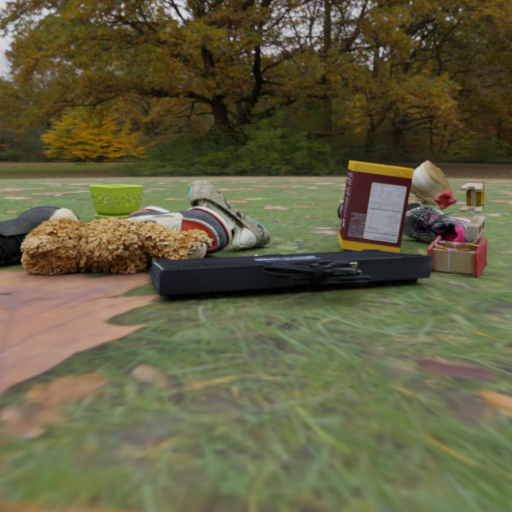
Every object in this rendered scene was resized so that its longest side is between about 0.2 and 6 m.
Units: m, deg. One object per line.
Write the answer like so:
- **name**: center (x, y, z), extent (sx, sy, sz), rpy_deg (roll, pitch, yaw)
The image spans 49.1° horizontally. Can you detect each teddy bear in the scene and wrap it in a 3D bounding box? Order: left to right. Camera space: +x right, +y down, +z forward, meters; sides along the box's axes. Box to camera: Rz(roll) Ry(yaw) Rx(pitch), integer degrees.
- **teddy bear**: center (-2.230, -0.268, 9.286), extent (3.077, 1.027, 2.231), rpy_deg (1, 8, 7)

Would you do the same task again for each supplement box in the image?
- **supplement box**: center (2.302, -0.978, 11.090), extent (1.096, 1.651, 1.628), rpy_deg (8, 11, 4)

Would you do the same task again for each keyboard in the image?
- **keyboard**: center (0.532, 0.253, 7.979), extent (3.890, 0.499, 2.336), rpy_deg (-4, 4, -15)

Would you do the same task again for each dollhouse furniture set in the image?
- **dollhouse furniture set**: center (3.178, -0.450, 8.810), extent (0.810, 1.504, 0.612), rpy_deg (8, 26, 34)

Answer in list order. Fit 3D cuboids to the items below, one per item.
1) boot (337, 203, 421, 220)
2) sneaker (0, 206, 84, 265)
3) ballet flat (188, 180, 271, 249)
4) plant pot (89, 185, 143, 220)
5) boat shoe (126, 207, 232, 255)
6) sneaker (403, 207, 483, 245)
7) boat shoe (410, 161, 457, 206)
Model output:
- **boot**: center (2.780, -1.044, 14.114), extent (1.836, 0.973, 2.789), rpy_deg (8, 0, 39)
- **sneaker**: center (-4.314, -0.209, 9.697), extent (2.634, 1.000, 1.196), rpy_deg (-9, 21, -10)
- **ballet flat**: center (-0.548, -0.604, 10.926), extent (0.712, 2.100, 0.791), rpy_deg (-31, 34, 31)
- **plant pot**: center (-4.008, -1.512, 16.112), extent (1.146, 1.045, 1.152), rpy_deg (8, 13, 41)
- **boat shoe**: center (-1.585, -0.441, 10.589), extent (2.570, 0.915, 0.804), rpy_deg (11, 29, 38)
- **sneaker**: center (3.767, -0.625, 11.858), extent (0.719, 0.776, 1.925), rpy_deg (-5, 12, -37)
- **boat shoe**: center (3.763, -1.461, 12.157), extent (0.726, 0.774, 2.100), rpy_deg (-30, -25, 25)
